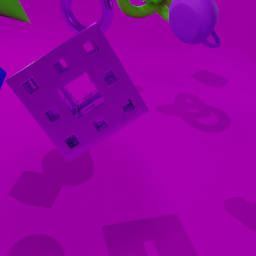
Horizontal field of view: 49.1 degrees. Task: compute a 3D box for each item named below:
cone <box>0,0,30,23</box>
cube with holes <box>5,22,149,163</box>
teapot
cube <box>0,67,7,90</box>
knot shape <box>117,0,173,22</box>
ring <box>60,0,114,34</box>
[{"bbox_3d":[-2.541,-2.575,5.674,1.279,1.284,1.279,-28,44,31],"label":"cone"},{"bbox_3d":[-0.678,-0.558,4.021,1.262,1.262,1.262,-33,19,0],"label":"cube with holes"},{"bbox_3d":[1.046,-1.806,4.422,0.636,0.808,1.299,-36,93,-26],"label":"teapot"},{"bbox_3d":[-2.921,-0.938,5.335,0.714,0.714,0.714,39,27,7],"label":"cube"},{"bbox_3d":[0.820,-3.451,7.459,1.983,1.856,0.916,-1,76,27],"label":"knot shape"},{"bbox_3d":[-1.301,-3.732,8.747,1.828,1.828,0.366,13,35,16],"label":"ring"}]
